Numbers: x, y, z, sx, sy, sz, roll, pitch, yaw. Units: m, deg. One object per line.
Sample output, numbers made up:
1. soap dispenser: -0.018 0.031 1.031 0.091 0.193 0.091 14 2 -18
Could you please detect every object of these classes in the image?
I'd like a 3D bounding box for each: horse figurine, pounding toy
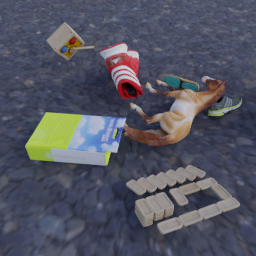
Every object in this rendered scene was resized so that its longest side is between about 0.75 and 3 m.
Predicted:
1. horse figurine: 1.065 -0.425 7.018 1.920 0.723 2.896 23 53 23
2. pounding toy: -1.828 -2.713 9.053 0.970 1.054 0.749 -42 75 8

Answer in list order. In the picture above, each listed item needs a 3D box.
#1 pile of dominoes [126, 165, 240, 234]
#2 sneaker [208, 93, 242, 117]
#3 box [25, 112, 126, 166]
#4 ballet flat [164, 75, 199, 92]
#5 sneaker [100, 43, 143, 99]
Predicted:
1. pile of dominoes: 0.985 1.356 5.423 1.775 0.283 1.383 -11 32 -20
2. sneaker: 2.642 -0.723 7.575 1.228 0.497 0.454 -27 27 -29
3. box: -1.140 0.224 6.528 2.048 0.488 1.249 4 41 8
4. ballet flat: 1.636 -1.348 8.533 1.104 0.379 0.348 23 29 18
5. sneaker: -0.076 -1.521 8.281 0.990 1.460 2.528 -16 2 17
